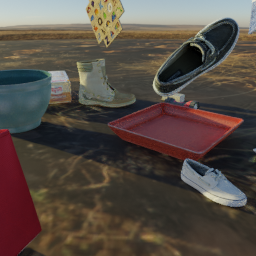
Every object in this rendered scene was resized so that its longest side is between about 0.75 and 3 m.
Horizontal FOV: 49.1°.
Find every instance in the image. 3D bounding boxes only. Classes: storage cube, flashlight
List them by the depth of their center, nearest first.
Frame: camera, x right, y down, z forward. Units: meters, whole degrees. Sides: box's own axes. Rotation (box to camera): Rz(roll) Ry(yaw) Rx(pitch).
[{"bbox_3d":[-2.353,1.058,3.509,1.529,1.608,1.788,-4,19,24],"label":"storage cube"},{"bbox_3d":[1.997,-0.898,10.430,0.455,0.457,1.345,14,5,-46],"label":"flashlight"}]

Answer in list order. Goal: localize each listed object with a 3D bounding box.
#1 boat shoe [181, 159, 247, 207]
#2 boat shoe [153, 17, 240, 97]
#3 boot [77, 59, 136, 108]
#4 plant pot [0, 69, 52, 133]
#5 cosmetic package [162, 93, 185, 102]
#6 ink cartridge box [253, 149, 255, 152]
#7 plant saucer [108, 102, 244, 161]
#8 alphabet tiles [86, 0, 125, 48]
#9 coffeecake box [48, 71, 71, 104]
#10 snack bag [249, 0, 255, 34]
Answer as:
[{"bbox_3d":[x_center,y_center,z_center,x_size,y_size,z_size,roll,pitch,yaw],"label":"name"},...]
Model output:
[{"bbox_3d":[1.651,1.019,5.502,0.519,0.474,1.444,-14,25,-31],"label":"boat shoe"},{"bbox_3d":[1.483,-1.495,5.818,0.816,2.263,0.802,46,0,7],"label":"boat shoe"},{"bbox_3d":[-0.835,-1.737,10.726,2.279,1.762,0.821,4,22,10],"label":"boot"},{"bbox_3d":[-3.497,-0.805,8.608,2.382,1.596,2.382,1,22,0],"label":"plant pot"},{"bbox_3d":[1.868,-1.265,11.540,0.820,0.300,0.424,18,28,36],"label":"cosmetic package"},{"bbox_3d":[4.217,0.814,4.978,2.889,0.646,2.545,-12,16,2],"label":"ink cartridge box"},{"bbox_3d":[1.366,0.045,7.928,2.837,0.521,2.831,18,27,36],"label":"plant saucer"},{"bbox_3d":[-0.813,-3.914,9.281,0.070,2.195,1.826,-15,-10,-34],"label":"alphabet tiles"},{"bbox_3d":[-3.506,-1.766,11.968,1.888,0.899,2.460,-6,22,-15],"label":"coffeecake box"},{"bbox_3d":[3.560,-3.098,6.948,0.137,1.206,1.279,20,-17,-19],"label":"snack bag"}]
